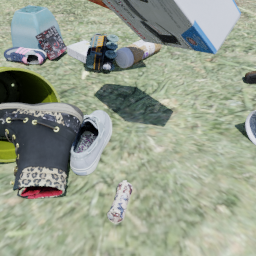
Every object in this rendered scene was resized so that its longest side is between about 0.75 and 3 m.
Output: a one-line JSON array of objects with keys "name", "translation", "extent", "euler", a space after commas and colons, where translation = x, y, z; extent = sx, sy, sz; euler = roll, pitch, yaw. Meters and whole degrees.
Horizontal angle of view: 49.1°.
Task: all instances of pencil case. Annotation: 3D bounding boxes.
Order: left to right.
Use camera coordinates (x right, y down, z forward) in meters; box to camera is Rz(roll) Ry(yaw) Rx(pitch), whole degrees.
[{"name": "pencil case", "translation": [-0.153, 1.546, 5.944], "extent": [0.348, 0.400, 0.894], "euler": [8, 39, 12]}]

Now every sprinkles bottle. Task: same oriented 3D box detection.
[{"name": "sprinkles bottle", "translation": [0.474, -3.165, 11.430], "extent": [0.768, 0.768, 2.252], "euler": [29, 47, 31]}]

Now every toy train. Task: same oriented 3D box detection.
[{"name": "toy train", "translation": [-0.994, -3.014, 10.907], "extent": [1.141, 0.853, 2.001], "euler": [9, 50, -7]}]

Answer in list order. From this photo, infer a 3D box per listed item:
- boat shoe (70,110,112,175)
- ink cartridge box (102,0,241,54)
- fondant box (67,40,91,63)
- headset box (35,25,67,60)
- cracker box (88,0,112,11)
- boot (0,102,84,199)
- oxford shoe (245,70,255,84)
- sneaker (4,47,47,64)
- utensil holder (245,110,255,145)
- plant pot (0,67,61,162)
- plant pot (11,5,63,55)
[{"name": "boat shoe", "translation": [-0.930, 0.127, 7.326], "extent": [0.826, 0.843, 2.368], "euler": [5, 39, 7]}, {"name": "ink cartridge box", "translation": [0.681, -2.332, 5.256], "extent": [2.197, 1.594, 0.920], "euler": [32, 90, 50]}, {"name": "fondant box", "translation": [-1.753, -3.198, 11.766], "extent": [1.377, 0.401, 0.994], "euler": [33, 49, 32]}, {"name": "headset box", "translation": [-3.085, -3.440, 11.498], "extent": [0.452, 1.204, 0.895], "euler": [-12, 32, 32]}, {"name": "cracker box", "translation": [0.030, -4.003, 7.374], "extent": [2.216, 0.639, 1.485], "euler": [-20, -14, 42]}, {"name": "boot", "translation": [-2.513, 0.502, 6.513], "extent": [2.810, 1.014, 2.122], "euler": [-4, 57, 12]}, {"name": "oxford shoe", "translation": [4.919, -1.912, 10.124], "extent": [1.343, 0.488, 0.567], "euler": [3, 38, 3]}, {"name": "sneaker", "translation": [-4.188, -2.854, 11.182], "extent": [1.719, 0.603, 0.705], "euler": [0, 36, 1]}, {"name": "utensil holder", "translation": [3.990, -0.114, 7.503], "extent": [1.230, 1.045, 1.045], "euler": [-16, 42, -23]}, {"name": "plant pot", "translation": [-3.306, -0.646, 7.427], "extent": [2.347, 2.347, 2.260], "euler": [-24, 34, -27]}, {"name": "plant pot", "translation": [-3.993, -4.284, 12.093], "extent": [1.646, 1.681, 1.651], "euler": [15, 42, 16]}]
